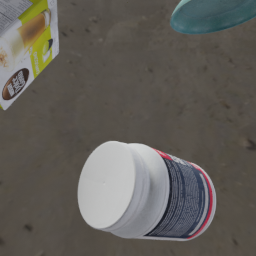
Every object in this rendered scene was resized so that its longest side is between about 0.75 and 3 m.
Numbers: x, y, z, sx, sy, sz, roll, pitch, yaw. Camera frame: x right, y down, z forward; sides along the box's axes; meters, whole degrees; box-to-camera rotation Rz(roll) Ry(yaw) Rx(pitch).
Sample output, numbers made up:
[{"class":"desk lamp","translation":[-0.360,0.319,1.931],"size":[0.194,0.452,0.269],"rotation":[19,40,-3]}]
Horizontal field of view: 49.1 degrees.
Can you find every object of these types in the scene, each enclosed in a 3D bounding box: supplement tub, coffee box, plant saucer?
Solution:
[{"class":"supplement tub","translation":[0.331,0.968,4.157],"size":[1.286,1.832,1.286],"rotation":[-22,58,39]},{"class":"coffee box","translation":[-2.816,-1.955,5.579],"size":[2.025,2.022,2.002],"rotation":[33,67,2]},{"class":"plant saucer","translation":[1.608,-2.174,4.964],"size":[1.778,1.778,0.320],"rotation":[-7,87,-4]}]
